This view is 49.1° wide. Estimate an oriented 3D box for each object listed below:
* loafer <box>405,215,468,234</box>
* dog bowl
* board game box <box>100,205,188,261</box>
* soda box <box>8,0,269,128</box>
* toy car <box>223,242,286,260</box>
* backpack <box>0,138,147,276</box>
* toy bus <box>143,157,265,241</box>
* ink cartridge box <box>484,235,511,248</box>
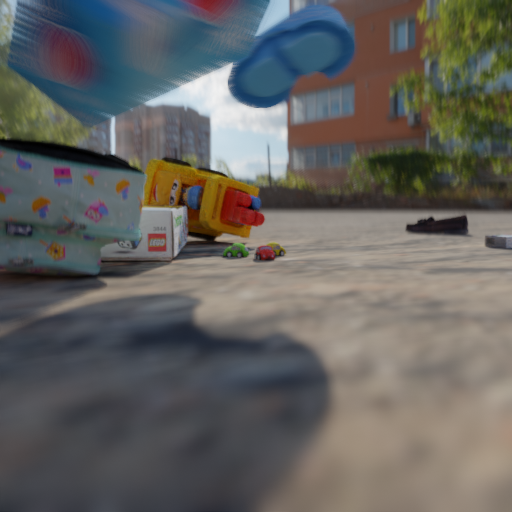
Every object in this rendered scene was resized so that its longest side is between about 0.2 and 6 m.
[{"bbox_3d":[5.354,-0.951,16.614,1.835,0.578,0.660,4,7,33],"label":"loafer"},{"bbox_3d":[0.633,-3.914,11.033,2.655,0.658,1.480,-21,-34,31],"label":"dog bowl"},{"bbox_3d":[-3.881,-0.481,10.184,5.067,0.877,3.198,0,6,-4],"label":"board game box"},{"bbox_3d":[-1.234,-3.039,7.225,1.218,1.288,3.797,37,41,5],"label":"soda box"},{"bbox_3d":[-0.074,-0.098,9.674,1.038,0.246,1.103,2,6,16],"label":"toy car"},{"bbox_3d":[-2.585,-0.617,7.231,2.270,1.740,1.996,-3,5,-30],"label":"backpack"},{"bbox_3d":[-1.043,-1.163,12.499,2.353,1.663,2.451,13,1,44],"label":"toy bus"},{"bbox_3d":[5.399,-0.321,11.876,0.998,0.251,0.544,-4,7,-28],"label":"ink cartridge box"}]
